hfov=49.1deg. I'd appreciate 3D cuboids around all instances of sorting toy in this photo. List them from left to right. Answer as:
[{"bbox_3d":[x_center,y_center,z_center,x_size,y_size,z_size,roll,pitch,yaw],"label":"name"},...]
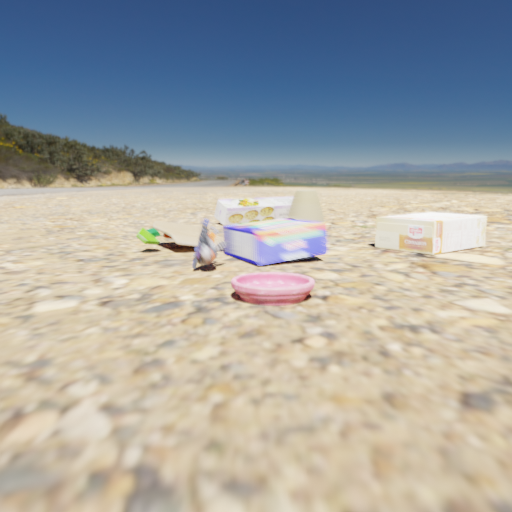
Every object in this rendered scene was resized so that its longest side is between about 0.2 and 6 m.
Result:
[{"bbox_3d":[-1.515,-0.380,10.922,1.882,0.277,1.391,6,13,-29],"label":"sorting toy"}]

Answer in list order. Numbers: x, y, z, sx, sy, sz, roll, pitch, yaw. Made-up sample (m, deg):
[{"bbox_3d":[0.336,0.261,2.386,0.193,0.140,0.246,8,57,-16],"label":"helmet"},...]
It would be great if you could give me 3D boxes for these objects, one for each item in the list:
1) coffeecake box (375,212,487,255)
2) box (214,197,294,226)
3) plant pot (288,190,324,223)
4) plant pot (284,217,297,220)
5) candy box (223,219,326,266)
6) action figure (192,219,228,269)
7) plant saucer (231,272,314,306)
[{"bbox_3d":[3.457,-0.479,11.091,1.771,0.647,1.359,-7,11,-37],"label":"coffeecake box"},{"bbox_3d":[0.144,-1.329,16.343,2.900,0.601,0.561,-6,34,-37],"label":"box"},{"bbox_3d":[1.235,-1.103,13.880,0.976,1.042,0.976,1,9,0],"label":"plant pot"},{"bbox_3d":[0.728,-0.474,11.569,0.594,0.594,0.544,2,-3,12],"label":"plant pot"},{"bbox_3d":[0.285,-0.281,9.772,1.294,0.590,1.531,-9,11,-23],"label":"candy box"},{"bbox_3d":[-0.684,-0.188,8.539,0.423,0.809,0.782,17,24,1],"label":"action figure"},{"bbox_3d":[0.199,0.400,6.734,1.000,0.254,1.000,1,9,0],"label":"plant saucer"}]
